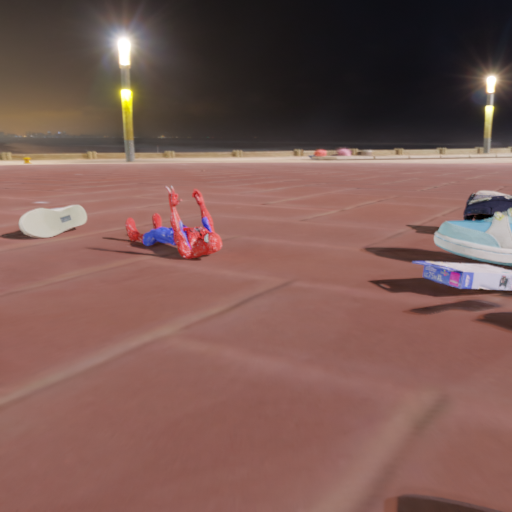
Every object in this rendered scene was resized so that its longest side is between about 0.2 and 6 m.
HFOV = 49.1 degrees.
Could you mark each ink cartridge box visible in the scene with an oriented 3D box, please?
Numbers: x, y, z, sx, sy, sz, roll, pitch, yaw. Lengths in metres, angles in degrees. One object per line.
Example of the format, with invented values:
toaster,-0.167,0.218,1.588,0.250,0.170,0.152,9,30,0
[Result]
ink cartridge box,2.501,0.233,6.583,1.172,0.246,0.700,6,7,-21

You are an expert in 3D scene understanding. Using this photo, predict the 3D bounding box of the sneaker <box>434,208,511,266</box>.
sneaker,3.793,-0.676,7.592,2.538,1.657,1.010,7,10,23

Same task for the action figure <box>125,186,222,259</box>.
action figure,-1.297,-0.639,8.862,0.806,1.223,2.471,-16,21,-34

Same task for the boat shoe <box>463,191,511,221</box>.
boat shoe,4.879,-0.622,10.095,2.324,0.868,1.078,7,29,34

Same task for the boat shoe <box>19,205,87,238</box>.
boat shoe,-3.902,-0.609,10.561,0.564,0.553,1.584,-16,5,27
